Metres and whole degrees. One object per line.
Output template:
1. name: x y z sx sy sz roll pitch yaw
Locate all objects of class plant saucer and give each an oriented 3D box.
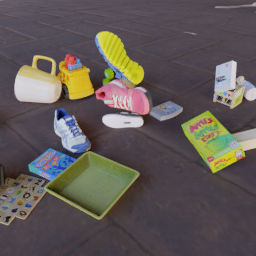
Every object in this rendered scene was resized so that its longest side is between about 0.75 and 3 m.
1. plant saucer: -1.044 1.757 8.540 2.104 0.504 2.101 20 38 26

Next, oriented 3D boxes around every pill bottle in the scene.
1. pill bottle: 5.962 -1.921 13.985 0.654 0.654 1.202 -2 33 -2

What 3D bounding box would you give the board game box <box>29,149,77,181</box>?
1. board game box: -2.448 1.277 9.441 1.387 0.312 1.055 17 37 24

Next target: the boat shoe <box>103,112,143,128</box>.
1. boat shoe: -0.218 -0.401 11.740 1.690 0.606 0.573 0 34 -5

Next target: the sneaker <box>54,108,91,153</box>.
1. sneaker: -2.235 0.062 10.650 0.876 1.026 2.328 -23 41 -33

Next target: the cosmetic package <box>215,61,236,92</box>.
1. cosmetic package: 3.274 -1.715 9.415 0.237 0.917 0.692 12 -11 -30

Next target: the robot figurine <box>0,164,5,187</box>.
1. robot figurine: -4.700 1.524 8.294 1.904 1.431 1.188 -5 49 -4

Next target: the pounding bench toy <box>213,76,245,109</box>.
1. pounding bench toy: 4.750 -1.879 13.193 0.903 1.454 1.134 -29 43 -36

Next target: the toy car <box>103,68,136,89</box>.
1. toy car: -0.151 -2.156 14.175 1.539 1.478 1.874 -22 68 -24

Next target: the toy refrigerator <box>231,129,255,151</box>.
1. toy refrigerator: 4.316 0.501 10.439 1.473 0.515 0.559 -13 35 -11

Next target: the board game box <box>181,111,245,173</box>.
1. board game box: 2.985 0.415 10.125 1.199 0.562 2.361 -29 36 4

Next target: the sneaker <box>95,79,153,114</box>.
1. sneaker: -0.218 -1.010 10.422 1.205 1.024 2.778 -23 30 -30

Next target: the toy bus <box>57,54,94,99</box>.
1. toy bus: -2.801 -2.710 13.920 1.469 2.078 2.164 -22 38 -27

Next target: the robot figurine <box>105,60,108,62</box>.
1. robot figurine: -1.049 -4.393 18.113 0.807 0.235 0.585 15 38 22

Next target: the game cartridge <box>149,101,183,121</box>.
1. game cartridge: 1.742 -0.779 12.624 1.422 0.295 0.947 -24 36 -32

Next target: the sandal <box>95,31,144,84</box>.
1. sandal: -0.482 -2.642 10.927 1.087 2.496 0.992 9 58 48

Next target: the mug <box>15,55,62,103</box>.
1. mug: -4.108 -2.114 13.148 1.741 2.121 1.698 13 33 4

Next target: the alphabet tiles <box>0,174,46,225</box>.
1. alphabet tiles: -3.398 2.085 8.453 1.516 0.058 1.822 11 35 15
